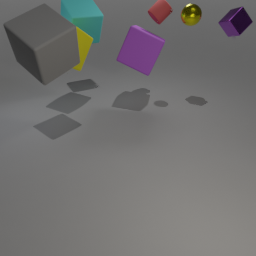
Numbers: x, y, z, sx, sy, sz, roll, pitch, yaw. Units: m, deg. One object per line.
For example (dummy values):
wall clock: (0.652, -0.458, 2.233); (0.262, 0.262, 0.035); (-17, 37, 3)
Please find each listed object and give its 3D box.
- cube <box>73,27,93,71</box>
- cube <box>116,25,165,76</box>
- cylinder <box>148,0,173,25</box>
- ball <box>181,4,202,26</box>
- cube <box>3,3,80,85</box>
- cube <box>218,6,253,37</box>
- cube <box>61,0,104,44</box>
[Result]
cube: (-2.429, -3.178, 10.688); (1.400, 1.400, 1.400); (25, 8, 16)
cube: (0.538, -3.103, 11.108); (1.400, 1.400, 1.400); (26, 22, -2)
cylinder: (1.246, -4.531, 10.875); (0.700, 0.700, 0.700); (-44, 32, 8)
ball: (2.130, -3.810, 9.440); (0.700, 0.700, 0.700); (0, 29, 0)
cube: (-2.399, -2.394, 8.060); (1.400, 1.400, 1.400); (40, 64, 19)
cube: (3.851, -3.796, 10.058); (0.700, 0.700, 0.700); (-46, 20, 0)
cube: (-2.052, -4.636, 12.220); (1.400, 1.400, 1.400); (-15, 58, -25)
